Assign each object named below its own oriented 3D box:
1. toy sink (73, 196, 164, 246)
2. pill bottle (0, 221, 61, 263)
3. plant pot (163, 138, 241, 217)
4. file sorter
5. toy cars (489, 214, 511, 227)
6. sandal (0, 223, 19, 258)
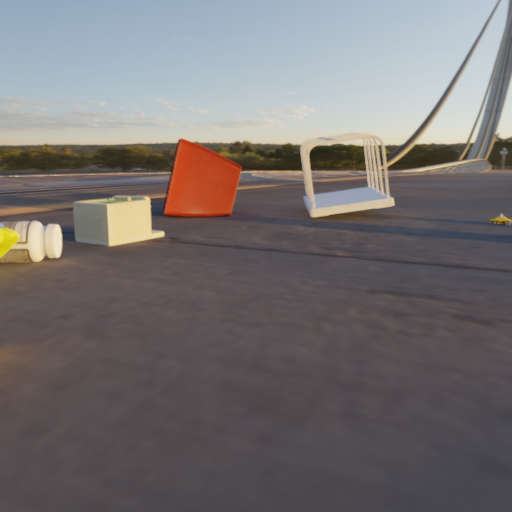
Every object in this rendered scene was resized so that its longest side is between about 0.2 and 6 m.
[{"bbox_3d":[-2.319,-0.646,9.605,0.860,0.739,1.320,7,13,34],"label":"toy sink"},{"bbox_3d":[-3.198,-0.190,7.621,0.971,0.562,0.562,-1,10,-6],"label":"pill bottle"},{"bbox_3d":[-1.287,-1.751,13.463,1.549,1.756,1.757,12,8,-12],"label":"plant pot"},{"bbox_3d":[2.028,-2.029,13.429,1.847,1.658,2.662,-8,13,4],"label":"file sorter"},{"bbox_3d":[5.248,-0.726,11.537,0.421,0.208,0.938,-6,12,-26],"label":"toy cars"},{"bbox_3d":[-3.584,-0.167,6.439,0.681,0.746,1.713,-42,0,18],"label":"sandal"}]
